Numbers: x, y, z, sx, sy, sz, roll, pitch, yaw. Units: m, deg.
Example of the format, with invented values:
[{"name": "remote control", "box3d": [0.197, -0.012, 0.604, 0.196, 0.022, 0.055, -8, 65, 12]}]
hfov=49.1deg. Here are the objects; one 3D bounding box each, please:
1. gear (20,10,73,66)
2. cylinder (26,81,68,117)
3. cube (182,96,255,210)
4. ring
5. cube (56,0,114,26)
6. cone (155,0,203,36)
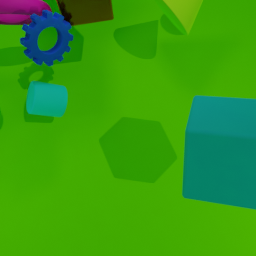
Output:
[{"name": "gear", "box3d": [-1.756, -1.946, 6.138, 1.157, 1.157, 0.214, -44, 56, -14]}, {"name": "cylinder", "box3d": [-2.005, -0.703, 6.910, 0.798, 0.798, 0.798, 6, 67, -32]}, {"name": "cube", "box3d": [1.757, 0.363, 4.912, 1.394, 1.394, 1.394, 6, 30, 16]}, {"name": "ring", "box3d": [-2.688, -2.679, 6.454, 1.820, 1.820, 0.364, -3, 102, -1]}, {"name": "cube", "box3d": [-1.010, -3.203, 6.371, 1.171, 1.171, 1.171, -8, 52, 1]}, {"name": "cone", "box3d": [1.680, -3.596, 7.384, 1.584, 1.578, 1.578, -41, 74, 14]}]
